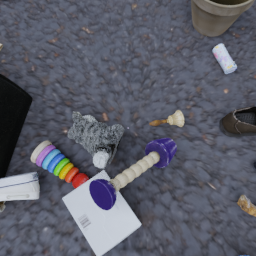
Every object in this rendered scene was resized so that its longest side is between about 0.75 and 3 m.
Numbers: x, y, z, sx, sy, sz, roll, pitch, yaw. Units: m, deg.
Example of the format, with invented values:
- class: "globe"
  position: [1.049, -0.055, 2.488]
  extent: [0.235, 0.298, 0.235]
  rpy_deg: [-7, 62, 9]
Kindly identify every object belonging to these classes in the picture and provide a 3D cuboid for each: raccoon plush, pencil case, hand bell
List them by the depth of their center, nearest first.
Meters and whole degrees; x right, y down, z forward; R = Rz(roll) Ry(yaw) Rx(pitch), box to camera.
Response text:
- class: "raccoon plush"
  position: [-1.042, 0.181, 7.511]
  extent: [1.603, 2.392, 1.157]
  rpy_deg: [23, 90, 3]
- class: "hand bell"
  position: [1.113, -0.199, 8.393]
  extent: [1.015, 0.528, 0.528]
  rpy_deg: [-11, 67, -18]
- class: "pencil case"
  position: [3.245, -2.327, 9.418]
  extent: [0.430, 0.469, 1.034]
  rpy_deg: [-20, 68, -6]

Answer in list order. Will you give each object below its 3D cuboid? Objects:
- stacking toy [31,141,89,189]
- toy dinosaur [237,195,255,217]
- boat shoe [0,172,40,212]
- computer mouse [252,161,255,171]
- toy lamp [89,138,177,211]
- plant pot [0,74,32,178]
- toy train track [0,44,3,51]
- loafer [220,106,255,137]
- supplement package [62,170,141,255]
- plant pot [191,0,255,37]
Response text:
- class: "stacking toy"
  position: [-1.856, 1.149, 7.935]
  extent: [1.757, 0.750, 0.750]
  rpy_deg: [37, 72, 7]
- class: "toy dinosaur"
  position: [4.174, 2.560, 7.383]
  extent: [2.646, 0.799, 1.405]
  rpy_deg: [39, 88, 20]
- class: "boat shoe"
  position: [-3.603, 1.842, 7.511]
  extent: [2.532, 0.898, 0.884]
  rpy_deg: [-11, 87, -1]
- class: "computer mouse"
  position: [4.034, 1.098, 8.173]
  extent: [0.874, 0.201, 0.613]
  rpy_deg: [-36, 73, -21]
- class: "toy lamp"
  position: [0.301, 0.992, 7.205]
  extent: [0.850, 0.850, 2.922]
  rpy_deg: [47, 42, 17]
- class: "plant pot"
  position: [-4.717, -0.436, 7.524]
  extent: [2.882, 2.557, 2.875]
  rpy_deg: [10, 69, 3]
- class: "toy train track"
  position: [-4.792, -2.220, 9.477]
  extent: [1.006, 0.285, 1.753]
  rpy_deg: [19, 68, 7]
- class: "loafer"
  position: [4.103, -0.267, 8.323]
  extent: [2.569, 0.916, 0.938]
  rpy_deg: [-11, 68, -4]
- class: "supplement package"
  position: [-0.671, 2.221, 7.289]
  extent: [1.301, 0.926, 1.670]
  rpy_deg: [-33, 70, -13]
- class: "plant pot"
  position: [2.993, -4.172, 9.410]
  extent: [2.165, 1.879, 2.165]
  rpy_deg: [0, 67, 0]
